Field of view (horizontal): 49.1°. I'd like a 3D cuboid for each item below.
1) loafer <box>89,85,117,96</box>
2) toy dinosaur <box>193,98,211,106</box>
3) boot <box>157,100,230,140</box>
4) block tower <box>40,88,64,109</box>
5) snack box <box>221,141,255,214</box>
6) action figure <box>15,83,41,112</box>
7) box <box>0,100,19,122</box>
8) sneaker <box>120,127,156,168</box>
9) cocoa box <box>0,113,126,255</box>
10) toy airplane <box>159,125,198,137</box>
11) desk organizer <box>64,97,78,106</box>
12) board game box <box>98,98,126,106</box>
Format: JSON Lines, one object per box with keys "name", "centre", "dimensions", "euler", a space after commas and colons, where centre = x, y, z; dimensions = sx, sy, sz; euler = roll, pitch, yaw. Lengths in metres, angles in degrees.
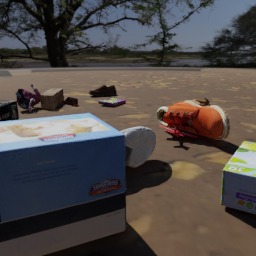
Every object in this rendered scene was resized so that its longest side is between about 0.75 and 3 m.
{"name": "loafer", "centre": [-1.551, -2.306, 16.972], "dimensions": [1.860, 0.660, 0.679], "euler": [-11, 19, -34]}
{"name": "toy dinosaur", "centre": [2.909, -0.983, 11.922], "dimensions": [2.676, 0.808, 1.421], "euler": [-6, 15, -23]}
{"name": "boot", "centre": [1.923, -0.213, 8.697], "dimensions": [1.468, 1.027, 2.738], "euler": [-7, 15, -17]}
{"name": "block tower", "centre": [-3.786, -1.534, 14.121], "dimensions": [0.666, 0.713, 2.467], "euler": [0, 14, -2]}
{"name": "snack box", "centre": [3.211, 0.994, 4.783], "dimensions": [2.751, 0.729, 1.957], "euler": [9, 18, 30]}
{"name": "action figure", "centre": [-4.429, -1.444, 13.113], "dimensions": [1.194, 1.074, 1.604], "euler": [19, 16, 22]}
{"name": "box", "centre": [-5.201, -0.514, 10.194], "dimensions": [1.805, 0.777, 1.478], "euler": [2, 16, 9]}
{"name": "sneaker", "centre": [-0.549, 0.403, 6.505], "dimensions": [2.498, 0.943, 1.422], "euler": [-17, 25, -41]}
{"name": "cocoa box", "centre": [-1.391, 0.748, 4.096], "dimensions": [2.376, 1.559, 1.585], "euler": [-7, 17, -25]}
{"name": "toy airplane", "centre": [1.474, 0.143, 8.398], "dimensions": [1.234, 0.227, 1.234], "euler": [18, -2, 1]}
{"name": "desk organizer", "centre": [-2.873, -1.344, 14.092], "dimensions": [0.854, 0.329, 0.306], "euler": [14, 21, 42]}
{"name": "board game box", "centre": [-0.783, -1.323, 14.157], "dimensions": [0.818, 0.220, 1.362], "euler": [8, 16, 28]}
